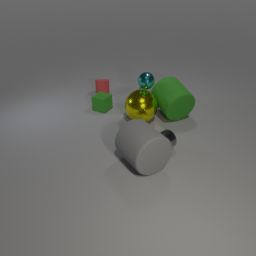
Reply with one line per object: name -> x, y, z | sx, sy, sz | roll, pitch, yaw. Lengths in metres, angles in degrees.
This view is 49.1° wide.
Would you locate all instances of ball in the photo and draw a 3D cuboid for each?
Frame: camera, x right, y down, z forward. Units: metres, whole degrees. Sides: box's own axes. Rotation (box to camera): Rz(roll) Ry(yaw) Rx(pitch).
ball -> 0.744, -1.924, 11.433 | 0.700, 0.700, 0.700 | 0, 31, 0
ball -> 0.556, -0.934, 11.819 | 1.400, 1.400, 1.400 | 0, 31, 0

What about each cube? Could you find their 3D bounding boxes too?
cube -> -1.187, -1.190, 12.918 | 0.700, 0.700, 0.700 | 14, 34, 25

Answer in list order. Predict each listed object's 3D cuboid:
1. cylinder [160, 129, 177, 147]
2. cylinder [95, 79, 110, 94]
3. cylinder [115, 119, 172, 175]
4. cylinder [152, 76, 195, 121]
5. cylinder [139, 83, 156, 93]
cylinder -> 1.281, 0.492, 10.144 | 0.700, 0.700, 0.700 | -26, 39, -35
cylinder -> -1.305, -2.111, 14.287 | 0.700, 0.700, 0.700 | -2, 16, 0
cylinder -> 0.491, 0.608, 9.252 | 1.400, 1.400, 1.400 | -17, 34, -26
cylinder -> 1.941, -1.272, 12.084 | 1.400, 1.400, 1.400 | -13, 46, -20
cylinder -> 0.967, -1.679, 12.774 | 0.700, 0.700, 0.700 | -23, 35, -5
